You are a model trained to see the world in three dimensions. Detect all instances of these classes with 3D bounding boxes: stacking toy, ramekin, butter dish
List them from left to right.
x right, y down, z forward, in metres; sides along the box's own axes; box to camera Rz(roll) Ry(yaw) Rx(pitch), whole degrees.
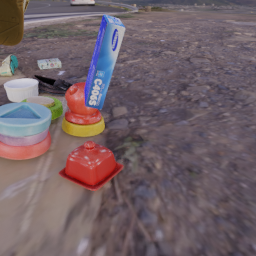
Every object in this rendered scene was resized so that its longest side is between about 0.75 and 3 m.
[{"bbox_3d":[-3.522,-1.254,9.362,1.075,0.524,1.075,0,27,0],"label":"ramekin"},{"bbox_3d":[-2.235,-0.558,6.906,2.584,1.206,2.855,25,32,33],"label":"stacking toy"},{"bbox_3d":[-0.725,0.594,5.439,1.002,0.743,1.005,16,31,30],"label":"butter dish"}]

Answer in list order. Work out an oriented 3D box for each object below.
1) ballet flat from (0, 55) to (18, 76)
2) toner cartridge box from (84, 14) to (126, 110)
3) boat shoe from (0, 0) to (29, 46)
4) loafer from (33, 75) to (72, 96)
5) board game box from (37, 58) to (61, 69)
[{"bbox_3d":[-5.269,-2.762,12.263,0.614,0.665,1.971,-13,28,-8],"label":"ballet flat"},{"bbox_3d":[-0.512,-1.301,5.608,0.366,1.693,0.804,10,30,-18],"label":"toner cartridge box"},{"bbox_3d":[-1.410,-1.793,3.232,0.632,1.707,0.567,6,51,-28],"label":"boat shoe"},{"bbox_3d":[-2.575,-1.503,9.802,1.805,0.568,0.649,8,28,16],"label":"loafer"},{"bbox_3d":[-3.675,-3.005,13.092,0.968,0.311,0.714,-12,30,-20],"label":"board game box"}]
